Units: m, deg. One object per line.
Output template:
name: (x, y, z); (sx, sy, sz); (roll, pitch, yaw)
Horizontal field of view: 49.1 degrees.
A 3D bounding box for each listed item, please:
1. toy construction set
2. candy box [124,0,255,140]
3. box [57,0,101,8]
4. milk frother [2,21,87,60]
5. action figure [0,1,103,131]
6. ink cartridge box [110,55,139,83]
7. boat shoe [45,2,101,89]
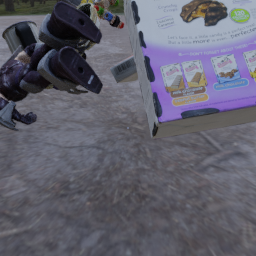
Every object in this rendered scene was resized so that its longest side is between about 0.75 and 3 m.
toy construction set: (-0.748, -3.611, 8.054); (1.353, 1.469, 1.761); (20, 33, 36)
candy box: (1.216, -1.329, 4.570); (2.194, 0.936, 2.616); (-10, 72, -4)
box: (-1.395, -4.445, 9.183); (1.413, 0.431, 1.784); (24, 64, -23)
milk frother: (-2.442, -2.339, 8.350); (1.816, 1.708, 1.639); (-27, 2, -36)
action figure: (-1.453, -0.802, 4.332); (0.892, 1.673, 2.571); (26, -25, -38)
ink cartridge box: (0.584, -1.843, 7.788); (1.648, 0.510, 2.032); (-25, 5, 20)
boat shoe: (-1.241, -1.715, 5.578); (0.840, 0.768, 2.247); (15, 52, 11)
